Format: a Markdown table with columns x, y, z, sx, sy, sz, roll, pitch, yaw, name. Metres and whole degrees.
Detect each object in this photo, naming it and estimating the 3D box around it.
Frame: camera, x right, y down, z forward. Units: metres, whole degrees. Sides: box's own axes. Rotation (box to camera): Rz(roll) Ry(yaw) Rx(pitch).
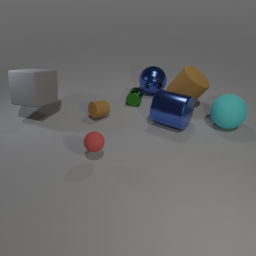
| x | y | z | sx | sy | sz | roll | pitch | yaw | name |
| --- | --- | --- | --- | --- | --- | --- | --- | --- | --- |
| -1.128 | 0.458 | 9.350 | 0.700 | 0.700 | 0.700 | 0 | 32 | 0 | ball |
| -3.951 | -1.733 | 11.810 | 1.400 | 1.400 | 1.400 | 8 | 17 | 22 | cube |
| -1.257 | -0.823 | 12.133 | 0.700 | 0.700 | 0.700 | -12 | 32 | -41 | cylinder |
| 1.260 | -2.424 | 14.170 | 1.400 | 1.400 | 1.400 | 0 | 32 | 0 | ball |
| 2.717 | -1.860 | 12.709 | 1.400 | 1.400 | 1.400 | 23 | 40 | -22 | cylinder |
| 4.073 | -0.669 | 11.336 | 1.400 | 1.400 | 1.400 | 0 | 32 | 0 | ball |
| 1.812 | -0.765 | 11.483 | 1.400 | 1.400 | 1.400 | 18 | 36 | 27 | cylinder |
| 0.320 | -1.483 | 13.327 | 0.700 | 0.700 | 0.700 | 7 | 33 | 11 | cylinder |
